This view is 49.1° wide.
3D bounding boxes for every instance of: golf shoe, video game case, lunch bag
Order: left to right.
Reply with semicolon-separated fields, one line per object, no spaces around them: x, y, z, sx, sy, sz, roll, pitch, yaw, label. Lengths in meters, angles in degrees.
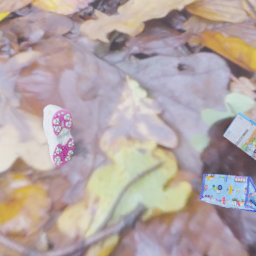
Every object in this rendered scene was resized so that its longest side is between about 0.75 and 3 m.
-1.943;0.197;7.712;0.701;1.861;0.852;-19;40;-39;golf shoe
2.544;1.660;6.686;1.085;1.441;0.678;-3;61;41;lunch bag
3.475;0.286;7.935;1.322;0.946;0.118;41;48;22;video game case
